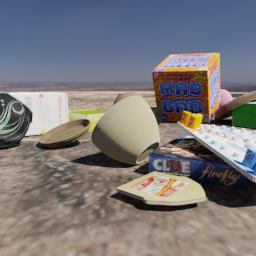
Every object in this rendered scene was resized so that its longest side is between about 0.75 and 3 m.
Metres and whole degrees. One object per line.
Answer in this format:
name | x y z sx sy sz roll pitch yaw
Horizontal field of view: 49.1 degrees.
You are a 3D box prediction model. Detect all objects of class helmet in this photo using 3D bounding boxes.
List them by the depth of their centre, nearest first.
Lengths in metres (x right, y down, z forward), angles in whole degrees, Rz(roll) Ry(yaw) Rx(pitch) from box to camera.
helmet | -3.380 -0.152 7.416 1.429 1.363 1.429 24 -20 9

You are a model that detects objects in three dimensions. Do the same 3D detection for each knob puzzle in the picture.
knob puzzle | 0.606 0.978 4.257 1.292 0.179 1.292 0 9 0

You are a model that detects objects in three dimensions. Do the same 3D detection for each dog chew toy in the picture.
dog chew toy | 4.541 -1.374 15.222 2.146 1.336 1.336 -9 12 -15

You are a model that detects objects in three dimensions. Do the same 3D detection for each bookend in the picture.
bookend | 0.518 -0.463 11.347 1.464 0.679 1.473 2 10 17

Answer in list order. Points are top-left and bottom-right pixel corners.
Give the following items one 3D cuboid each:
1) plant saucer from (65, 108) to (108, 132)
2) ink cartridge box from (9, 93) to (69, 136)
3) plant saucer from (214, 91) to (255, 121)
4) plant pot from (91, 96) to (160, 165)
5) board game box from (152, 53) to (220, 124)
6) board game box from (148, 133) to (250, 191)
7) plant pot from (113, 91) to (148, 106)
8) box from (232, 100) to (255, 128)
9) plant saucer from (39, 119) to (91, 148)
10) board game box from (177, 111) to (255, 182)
plant saucer | -1.445 -0.387 11.156 2.457 0.588 2.454 -9 13 -42
ink cartridge box | -3.149 -0.524 9.611 2.143 1.377 1.342 -6 10 -36
plant saucer | 4.700 -0.971 11.792 2.386 0.411 2.386 -20 -13 -5
plant pot | 0.100 0.198 5.992 0.992 1.478 1.478 47 33 23
board game box | 2.670 -1.815 12.408 2.320 2.320 2.322 5 33 28
board game box | 1.746 0.551 5.954 1.755 0.448 2.591 5 10 27
plant pot | 0.039 -1.570 16.135 2.144 0.989 2.144 -9 7 1
box | 5.493 -0.568 10.953 1.827 1.001 2.071 -8 12 -39
plant saucer | -1.728 0.147 7.839 1.524 0.225 1.524 -15 20 6
board game box | 2.684 0.326 5.232 2.733 0.354 2.733 7 16 -16
